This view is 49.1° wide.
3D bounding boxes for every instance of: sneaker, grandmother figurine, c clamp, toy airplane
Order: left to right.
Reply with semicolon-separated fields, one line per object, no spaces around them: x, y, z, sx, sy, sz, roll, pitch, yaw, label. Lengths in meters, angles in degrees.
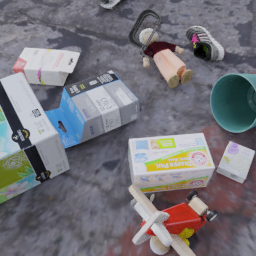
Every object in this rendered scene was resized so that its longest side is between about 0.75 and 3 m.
0.664;-3.198;9.478;1.305;0.207;1.527;32;103;25;c clamp
1.224;-2.585;9.825;1.624;0.811;2.677;-16;55;-23;grandmother figurine
0.797;2.094;5.699;1.943;1.377;1.952;24;24;-3;toy airplane
2.629;-3.075;10.231;0.823;0.694;1.881;-21;59;-24;sneaker

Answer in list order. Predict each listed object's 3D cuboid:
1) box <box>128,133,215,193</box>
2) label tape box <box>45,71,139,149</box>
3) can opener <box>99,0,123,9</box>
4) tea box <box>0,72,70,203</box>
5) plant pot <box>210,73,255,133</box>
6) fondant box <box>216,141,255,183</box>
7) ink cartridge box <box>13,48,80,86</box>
1.009;0.875;6.928;1.895;0.960;1.066;-5;52;-4;box
-1.116;-0.611;8.144;2.404;0.795;1.722;-22;48;-18;label tape box
-0.483;-5.984;12.587;0.579;0.731;2.198;23;51;19;can opener
-3.146;0.279;6.963;2.408;1.635;2.448;-27;57;-19;tea box
3.395;-0.774;7.925;1.299;1.619;1.619;-11;51;-29;plant pot
2.836;0.883;7.365;0.692;0.279;0.959;24;54;18;fondant box
-2.647;-2.053;9.444;1.977;0.667;1.152;6;52;6;ink cartridge box
